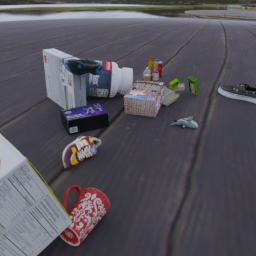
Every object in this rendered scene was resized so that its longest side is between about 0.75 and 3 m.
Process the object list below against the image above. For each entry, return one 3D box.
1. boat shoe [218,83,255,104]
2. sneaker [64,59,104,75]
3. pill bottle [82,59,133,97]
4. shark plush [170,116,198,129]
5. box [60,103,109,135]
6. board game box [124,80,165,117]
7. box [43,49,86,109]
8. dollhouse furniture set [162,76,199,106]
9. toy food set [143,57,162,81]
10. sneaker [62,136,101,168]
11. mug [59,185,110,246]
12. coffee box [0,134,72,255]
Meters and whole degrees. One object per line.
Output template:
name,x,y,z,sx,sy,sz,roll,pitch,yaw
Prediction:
boat shoe,5.508,-1.734,13.175,2.520,0.713,0.865,22,35,37
sneaker,-1.650,-2.283,10.364,1.452,0.531,0.595,5,36,-26
pill bottle,-1.236,-2.304,13.154,2.784,1.665,1.665,3,27,-8
shark plush,2.108,-0.175,10.585,1.031,0.468,0.429,7,58,3
box,-1.652,-0.370,10.652,1.580,0.623,1.115,-13,27,-23
board game box,0.737,-1.295,11.975,1.338,0.812,1.678,8,36,17
box,-2.758,-2.021,12.044,0.600,2.271,2.913,-18,31,-34
dollhouse furniture set,2.274,-1.556,13.242,2.237,0.864,1.118,-33,43,-15
toy food set,1.465,-3.444,16.268,0.993,0.936,2.080,7,28,14
sneaker,-1.384,0.694,8.561,0.731,0.608,1.622,2,27,17
mug,-1.069,1.877,6.119,0.971,0.730,1.094,28,39,13
coffee box,-2.617,1.374,5.148,1.963,1.985,1.982,-41,45,-23
